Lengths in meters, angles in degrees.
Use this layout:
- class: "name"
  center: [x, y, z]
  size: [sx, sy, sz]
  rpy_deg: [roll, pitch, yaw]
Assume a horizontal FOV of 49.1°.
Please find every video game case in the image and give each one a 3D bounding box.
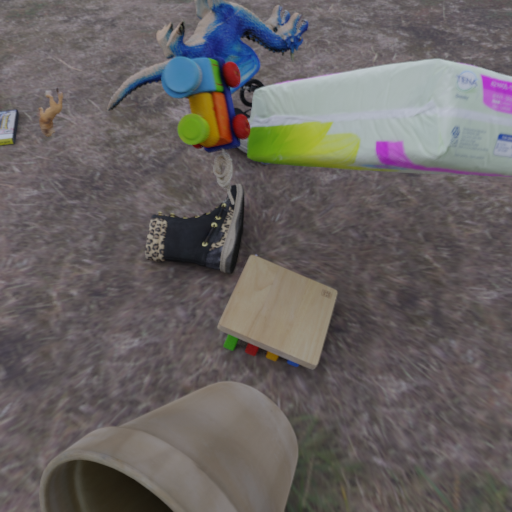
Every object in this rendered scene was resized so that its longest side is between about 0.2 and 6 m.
- class: "video game case"
  center: [-6.996, -3.303, 14.592]
  size: [1.434, 0.202, 1.587]
  rpy_deg: [-10, 44, -10]

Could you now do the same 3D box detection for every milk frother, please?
- class: "milk frother"
  center: [0.053, -3.282, 13.596]
  size: [1.463, 1.555, 1.404]
  rpy_deg: [34, 49, 31]

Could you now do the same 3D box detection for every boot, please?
- class: "boot"
  center: [-1.156, -0.651, 11.292]
  size: [1.771, 0.861, 2.352]
  rpy_deg: [4, 49, 3]

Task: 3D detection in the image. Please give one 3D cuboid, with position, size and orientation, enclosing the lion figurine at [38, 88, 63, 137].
- class: "lion figurine"
  center: [-3.249, -2.269, 8.892]
  size: [0.268, 0.739, 0.452]
  rpy_deg: [2, 58, -39]

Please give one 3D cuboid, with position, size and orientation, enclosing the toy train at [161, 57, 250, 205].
- class: "toy train"
  center: [-0.737, -1.868, 8.613]
  size: [0.987, 2.331, 1.349]
  rpy_deg: [-7, 10, 20]

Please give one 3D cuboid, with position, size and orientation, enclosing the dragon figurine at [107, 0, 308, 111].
- class: "dragon figurine"
  center: [-0.763, -3.812, 10.936]
  size: [4.273, 2.125, 1.258]
  rpy_deg: [-50, 31, -12]

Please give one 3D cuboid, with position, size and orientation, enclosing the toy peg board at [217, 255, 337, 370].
- class: "toy peg board"
  center: [0.328, 1.092, 9.580]
  size: [1.672, 0.821, 1.679]
  rpy_deg: [23, 47, 2]

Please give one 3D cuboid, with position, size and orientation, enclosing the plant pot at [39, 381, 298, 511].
- class: "plant pot"
  center: [-0.702, 2.739, 6.589]
  size: [2.699, 2.699, 2.342]
  rpy_deg: [23, 32, 23]

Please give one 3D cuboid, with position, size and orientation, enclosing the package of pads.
- class: "package of pads"
  center: [2.308, -2.071, 9.029]
  size: [3.218, 1.421, 4.165]
  rpy_deg: [-3, 11, -36]
